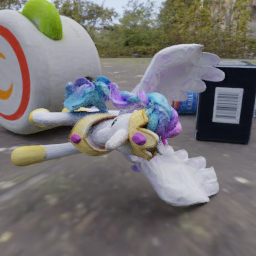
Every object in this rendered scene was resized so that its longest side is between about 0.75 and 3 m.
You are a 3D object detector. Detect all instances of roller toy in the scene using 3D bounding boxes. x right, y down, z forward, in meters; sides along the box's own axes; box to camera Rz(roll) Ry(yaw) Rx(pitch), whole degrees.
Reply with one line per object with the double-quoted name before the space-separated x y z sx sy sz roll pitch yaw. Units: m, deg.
"roller toy" -2.127 -1.339 6.827 2.978 2.717 2.081 -6 9 39

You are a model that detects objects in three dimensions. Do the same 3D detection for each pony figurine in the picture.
"pony figurine" 0.030 0.047 3.579 2.408 2.077 2.494 -7 3 -44

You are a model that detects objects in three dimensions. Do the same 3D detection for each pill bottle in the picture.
"pill bottle" 1.544 -0.909 8.510 1.704 0.956 0.956 -1 16 2

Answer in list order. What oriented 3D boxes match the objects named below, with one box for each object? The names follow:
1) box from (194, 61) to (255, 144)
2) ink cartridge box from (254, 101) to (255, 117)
"box" 2.292 -0.761 6.774 1.173 1.626 2.191 5 16 15
"ink cartridge box" 4.276 -0.261 7.107 1.047 0.492 2.227 -1 16 -7
